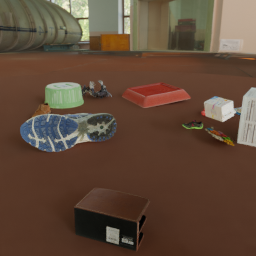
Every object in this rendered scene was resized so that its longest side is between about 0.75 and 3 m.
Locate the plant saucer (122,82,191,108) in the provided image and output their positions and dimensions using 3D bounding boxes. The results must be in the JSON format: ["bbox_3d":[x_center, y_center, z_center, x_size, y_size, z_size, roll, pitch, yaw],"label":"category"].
[{"bbox_3d":[1.368,-1.797,14.381,2.682,0.492,2.677,-12,23,-22],"label":"plant saucer"}]

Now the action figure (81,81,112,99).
[{"bbox_3d":[-1.701,-2.033,14.722,1.824,0.931,1.084,7,10,24],"label":"action figure"}]

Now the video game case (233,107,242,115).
[{"bbox_3d":[5.158,-0.747,12.255,1.176,0.105,0.842,-7,20,-21],"label":"video game case"}]

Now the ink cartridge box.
[{"bbox_3d":[2.818,-0.577,8.552,0.518,0.505,0.806,-27,29,-23],"label":"ink cartridge box"}]

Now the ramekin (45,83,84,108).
[{"bbox_3d":[-3.093,-1.613,13.490,1.846,0.902,1.846,0,19,0],"label":"ramekin"}]

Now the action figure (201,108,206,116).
[{"bbox_3d":[3.595,-0.808,12.039,0.547,0.432,1.672,18,29,36],"label":"action figure"}]

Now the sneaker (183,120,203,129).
[{"bbox_3d":[2.357,-0.144,10.230,0.750,0.314,0.288,-1,19,-3],"label":"sneaker"}]

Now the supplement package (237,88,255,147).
[{"bbox_3d":[4.718,-0.282,8.731,2.076,1.564,1.575,11,22,29],"label":"supplement package"}]

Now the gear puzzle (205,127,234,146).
[{"bbox_3d":[2.949,0.254,8.848,0.706,0.178,1.363,21,14,-10],"label":"gear puzzle"}]

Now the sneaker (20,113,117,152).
[{"bbox_3d":[-1.900,0.058,8.887,2.923,1.126,1.245,-2,8,-28],"label":"sneaker"}]

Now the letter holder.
[{"bbox_3d":[-0.251,1.567,5.015,1.154,0.580,0.820,7,19,19],"label":"letter holder"}]

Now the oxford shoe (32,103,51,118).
[{"bbox_3d":[-3.582,-0.674,11.444,0.531,0.530,1.488,2,21,1],"label":"oxford shoe"}]
